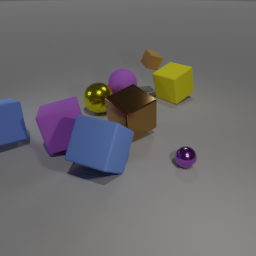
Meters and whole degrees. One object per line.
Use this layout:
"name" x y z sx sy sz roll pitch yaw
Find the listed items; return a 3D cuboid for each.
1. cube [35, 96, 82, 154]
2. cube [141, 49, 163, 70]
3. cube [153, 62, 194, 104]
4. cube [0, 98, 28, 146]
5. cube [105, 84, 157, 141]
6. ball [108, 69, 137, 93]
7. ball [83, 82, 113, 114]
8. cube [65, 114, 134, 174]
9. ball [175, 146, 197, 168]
"cube" -2.287 -0.134 9.903 1.400 1.400 1.400 -16 23 -5
"cube" 1.177 -3.386 13.904 0.700 0.700 0.700 5 39 -31
"cube" 2.277 -2.275 14.027 1.400 1.400 1.400 -36 42 -28
"cube" -4.647 -0.215 10.156 1.400 1.400 1.400 -17 18 -32
"cube" 0.125 -0.572 10.653 1.400 1.400 1.400 -29 48 -24
"ball" -0.256 -2.171 13.592 1.400 1.400 1.400 0 28 0
"ball" -1.313 -1.347 12.614 1.400 1.400 1.400 0 28 0
"cube" -0.827 0.522 8.557 1.400 1.400 1.400 13 -7 22
"ball" 1.870 0.941 9.061 0.700 0.700 0.700 0 28 0
